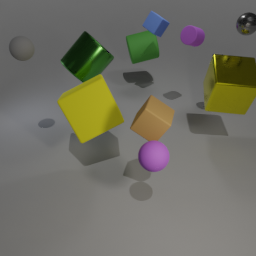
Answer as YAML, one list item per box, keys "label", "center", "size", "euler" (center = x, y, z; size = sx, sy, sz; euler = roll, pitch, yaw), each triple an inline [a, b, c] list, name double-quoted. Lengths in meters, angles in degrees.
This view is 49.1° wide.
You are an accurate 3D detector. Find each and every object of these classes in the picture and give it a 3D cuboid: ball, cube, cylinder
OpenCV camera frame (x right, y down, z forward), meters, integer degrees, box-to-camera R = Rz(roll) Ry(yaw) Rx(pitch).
- label: "ball"
  center: [3.863, -3.357, 9.051]
  size: [0.700, 0.700, 0.700]
  euler: [0, 33, 0]
- label: "cube"
  center: [1.180, -4.365, 11.792]
  size: [0.700, 0.700, 0.700]
  euler: [44, 25, 21]
- label: "cube"
  center: [0.578, -0.199, 6.564]
  size: [0.700, 0.700, 0.700]
  euler: [33, 36, -6]
- label: "cylinder"
  center: [2.478, -3.513, 10.726]
  size: [0.700, 0.700, 0.700]
  euler: [26, 23, 34]
- label: "cube"
  center: [3.428, -1.456, 9.464]
  size: [1.400, 1.400, 1.400]
  euler: [6, 56, 3]
- label: "ball"
  center: [-3.077, -2.306, 8.123]
  size: [0.700, 0.700, 0.700]
  euler: [0, 33, 0]
- label: "ball"
  center: [0.574, 0.632, 6.266]
  size: [0.700, 0.700, 0.700]
  euler: [0, 33, 0]
- label: "cube"
  center: [-1.084, -0.622, 8.358]
  size: [1.400, 1.400, 1.400]
  euler: [-27, 17, 1]
- label: "cylinder"
  center: [-1.459, -2.483, 10.092]
  size: [1.400, 1.400, 1.400]
  euler: [-48, 38, 8]
- label: "cylinder"
  center: [0.726, -4.055, 14.008]
  size: [1.400, 1.400, 1.400]
  euler: [-14, 33, 1]
